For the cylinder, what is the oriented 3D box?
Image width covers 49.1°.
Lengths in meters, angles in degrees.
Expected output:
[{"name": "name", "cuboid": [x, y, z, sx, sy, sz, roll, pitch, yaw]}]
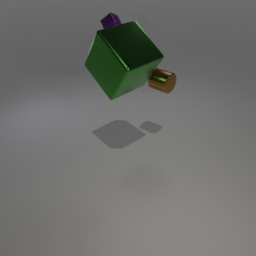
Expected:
[{"name": "cylinder", "cuboid": [1.138, -1.573, 9.322, 0.700, 0.700, 0.700, 25, 39, 32]}]

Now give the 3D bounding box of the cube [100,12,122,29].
[{"name": "cube", "cuboid": [-0.790, -5.098, 13.734, 0.700, 0.700, 0.700, -28, -7, 29]}]

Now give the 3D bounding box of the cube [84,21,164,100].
[{"name": "cube", "cuboid": [-0.147, -1.901, 7.920, 1.400, 1.400, 1.400, -29, 78, -34]}]
